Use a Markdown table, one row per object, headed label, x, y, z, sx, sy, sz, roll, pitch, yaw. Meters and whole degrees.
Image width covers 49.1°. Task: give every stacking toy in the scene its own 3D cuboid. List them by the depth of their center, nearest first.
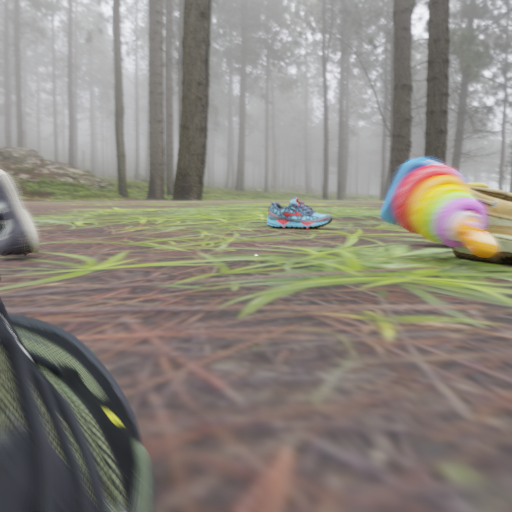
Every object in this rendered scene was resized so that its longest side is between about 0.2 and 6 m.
| label | x | y | z | sx | sy | sz | roll | pitch | yaw |
| --- | --- | --- | --- | --- | --- | --- | --- | --- | --- |
| stacking toy | 2.590 | -0.500 | 7.435 | 1.125 | 1.064 | 1.938 | 16 | 22 | -17 |

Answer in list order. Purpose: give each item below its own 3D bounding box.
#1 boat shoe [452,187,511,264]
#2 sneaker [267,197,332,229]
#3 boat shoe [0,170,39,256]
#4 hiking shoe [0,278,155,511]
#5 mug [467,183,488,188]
| label | x | y | z | sx | sy | sz | roll | pitch | yaw |
| --- | --- | --- | --- | --- | --- | --- | --- | --- | --- |
| boat shoe | 3.926 | -0.476 | 7.096 | 1.224 | 1.301 | 3.416 | -4 | 8 | -33 |
| sneaker | 1.091 | -1.097 | 14.340 | 1.713 | 0.818 | 0.679 | 2 | 7 | 16 |
| boat shoe | -3.853 | -0.682 | 8.394 | 0.568 | 0.658 | 1.811 | -20 | 56 | -33 |
| hiking shoe | -0.657 | 0.274 | 1.012 | 0.952 | 1.265 | 2.513 | -2 | 7 | -13 |
| mug | 3.398 | -0.940 | 9.874 | 1.210 | 0.994 | 0.969 | -19 | 19 | -38 |
